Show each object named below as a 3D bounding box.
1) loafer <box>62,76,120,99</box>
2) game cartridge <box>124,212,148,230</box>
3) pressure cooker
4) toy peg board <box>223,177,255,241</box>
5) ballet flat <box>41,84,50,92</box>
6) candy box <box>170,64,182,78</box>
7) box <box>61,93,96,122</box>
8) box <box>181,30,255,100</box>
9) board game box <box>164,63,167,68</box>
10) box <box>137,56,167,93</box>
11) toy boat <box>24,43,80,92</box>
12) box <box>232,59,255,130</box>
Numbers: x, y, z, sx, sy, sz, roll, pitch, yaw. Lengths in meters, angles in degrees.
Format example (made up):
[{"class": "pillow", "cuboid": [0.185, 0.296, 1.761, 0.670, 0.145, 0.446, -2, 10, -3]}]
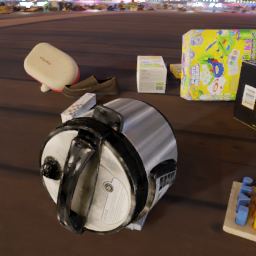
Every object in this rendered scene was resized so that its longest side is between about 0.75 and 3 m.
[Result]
[{"class": "loafer", "cuboid": [-1.671, -1.935, 12.622, 2.603, 0.929, 0.950, -7, 29, -13]}, {"class": "game cartridge", "cuboid": [-0.120, 1.919, 6.217, 1.016, 0.195, 0.659, 8, 26, 17]}, {"class": "pressure cooker", "cuboid": [-0.449, 0.778, 5.775, 2.422, 2.385, 2.711, -20, 7, 34]}, {"class": "toy peg board", "cuboid": [3.098, 1.648, 6.104, 1.635, 0.803, 1.642, 13, 30, 22]}, {"class": "ballet flat", "cuboid": [-3.931, -2.142, 13.574, 0.434, 0.401, 1.286, 0, 29, 0]}, {"class": "candy box", "cuboid": [3.918, -3.215, 15.565, 2.884, 0.381, 1.474, -4, 29, -7]}, {"class": "box", "cuboid": [-1.883, -0.782, 11.007, 0.426, 0.456, 2.200, 9, 30, 15]}, {"class": "box", "cuboid": [3.626, -2.550, 11.551, 2.589, 2.688, 1.640, 0, 11, 0]}, {"class": "board game box", "cuboid": [1.459, -3.359, 15.933, 1.429, 0.352, 1.808, 7, 34, 4]}, {"class": "box", "cuboid": [1.103, -2.682, 13.742, 1.299, 1.171, 2.310, 1, 28, 1]}, {"class": "toy boat", "cuboid": [-3.501, -2.731, 13.529, 2.714, 1.774, 1.771, 34, 83, 20]}, {"class": "box", "cuboid": [5.251, -1.335, 10.133, 2.204, 2.222, 1.369, -12, 30, -20]}]
